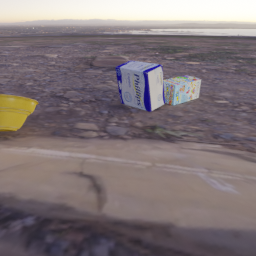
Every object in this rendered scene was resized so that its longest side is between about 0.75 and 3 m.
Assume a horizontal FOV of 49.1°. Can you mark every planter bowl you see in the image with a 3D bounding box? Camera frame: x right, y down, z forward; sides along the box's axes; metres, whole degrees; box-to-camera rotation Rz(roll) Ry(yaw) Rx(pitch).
[{"bbox_3d":[-3.224,-0.314,7.031,1.855,0.773,1.855,-1,-5,0],"label":"planter bowl"}]

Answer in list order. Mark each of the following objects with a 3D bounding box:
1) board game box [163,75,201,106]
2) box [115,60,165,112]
[{"bbox_3d":[1.875,-1.390,10.152,1.433,0.751,0.738,-18,32,-37],"label":"board game box"},{"bbox_3d":[0.406,-1.420,9.322,1.472,1.354,0.772,20,39,41],"label":"box"}]
